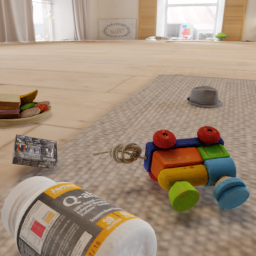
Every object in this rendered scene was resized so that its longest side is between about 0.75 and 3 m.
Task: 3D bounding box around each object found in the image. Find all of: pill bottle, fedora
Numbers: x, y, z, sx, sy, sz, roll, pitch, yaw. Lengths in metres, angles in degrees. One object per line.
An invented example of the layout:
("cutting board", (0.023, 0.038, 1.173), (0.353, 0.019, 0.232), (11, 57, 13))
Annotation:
("pill bottle", (-0.740, 1.419, 3.744), (2.038, 1.186, 1.186), (16, 27, 37))
("fedora", (3.162, -1.336, 11.472), (1.495, 0.675, 1.322), (18, 28, 38))

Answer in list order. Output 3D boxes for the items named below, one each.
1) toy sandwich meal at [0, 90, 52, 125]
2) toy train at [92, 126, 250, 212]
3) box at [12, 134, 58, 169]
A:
("toy sandwich meal", (-3.991, -0.831, 9.895), (2.540, 0.870, 2.540), (0, 21, 0))
("toy train", (0.774, 0.910, 5.367), (2.743, 1.161, 1.587), (-5, 35, -12))
("box", (-2.140, 0.551, 6.505), (0.969, 0.241, 0.764), (11, 35, -26))
